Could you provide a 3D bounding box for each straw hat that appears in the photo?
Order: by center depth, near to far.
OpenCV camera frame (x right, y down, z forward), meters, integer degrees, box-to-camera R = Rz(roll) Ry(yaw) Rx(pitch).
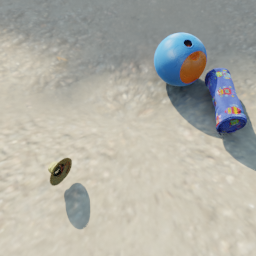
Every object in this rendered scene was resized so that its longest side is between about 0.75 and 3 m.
[{"bbox_3d":[-1.875,1.068,7.329,0.357,0.845,0.845,25,59,21],"label":"straw hat"}]

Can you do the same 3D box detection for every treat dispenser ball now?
[{"bbox_3d":[1.700,-2.216,9.141,1.699,1.699,1.699,0,56,0],"label":"treat dispenser ball"}]

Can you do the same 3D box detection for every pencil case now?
[{"bbox_3d":[2.985,-0.831,8.684,0.863,0.960,2.211,-8,54,9],"label":"pencil case"}]
